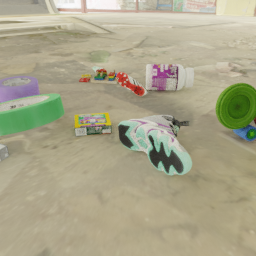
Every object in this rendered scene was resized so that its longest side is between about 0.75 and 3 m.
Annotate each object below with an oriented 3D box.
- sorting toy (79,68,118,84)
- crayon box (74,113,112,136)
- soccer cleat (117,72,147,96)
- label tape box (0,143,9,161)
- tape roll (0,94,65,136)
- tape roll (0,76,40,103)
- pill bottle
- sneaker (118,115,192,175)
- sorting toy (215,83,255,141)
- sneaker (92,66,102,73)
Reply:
[{"bbox_3d":[-1.064,-2.464,13.042,2.523,0.427,1.217,4,27,9],"label":"sorting toy"},{"bbox_3d":[-1.090,-0.131,8.617,1.086,0.317,0.937,-4,26,-8],"label":"crayon box"},{"bbox_3d":[0.146,-1.741,11.191,1.443,0.495,0.615,37,17,18],"label":"soccer cleat"},{"bbox_3d":[-3.665,0.720,6.935,0.782,0.343,1.085,13,30,24],"label":"label tape box"},{"bbox_3d":[-3.178,-0.442,8.259,2.506,0.602,2.506,-10,17,3],"label":"tape roll"},{"bbox_3d":[-4.271,-1.493,10.902,1.540,0.654,1.540,-1,27,0],"label":"tape roll"},{"bbox_3d":[1.710,-2.113,11.634,1.917,1.076,1.076,1,27,3],"label":"pill bottle"},{"bbox_3d":[1.088,0.195,7.260,1.758,0.977,2.514,-19,33,-31],"label":"sneaker"},{"bbox_3d":[3.397,-0.497,8.027,2.506,1.506,1.029,9,15,-16],"label":"sorting toy"},{"bbox_3d":[-1.614,-2.885,13.971,0.495,0.309,0.839,12,19,11],"label":"sneaker"}]
